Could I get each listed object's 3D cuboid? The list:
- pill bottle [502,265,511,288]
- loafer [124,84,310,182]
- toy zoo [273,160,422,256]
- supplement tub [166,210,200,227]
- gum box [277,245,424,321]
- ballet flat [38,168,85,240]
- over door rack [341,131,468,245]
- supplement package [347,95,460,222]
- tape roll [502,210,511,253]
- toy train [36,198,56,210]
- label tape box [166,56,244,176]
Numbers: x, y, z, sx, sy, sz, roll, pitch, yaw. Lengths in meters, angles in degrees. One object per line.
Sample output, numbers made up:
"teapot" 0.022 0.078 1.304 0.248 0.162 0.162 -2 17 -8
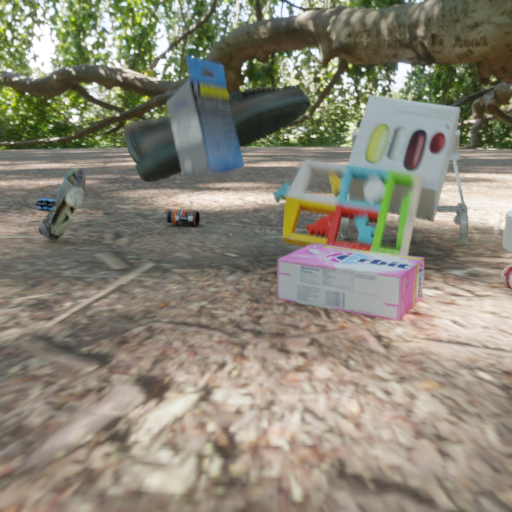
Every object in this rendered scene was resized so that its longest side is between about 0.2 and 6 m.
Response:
"pill bottle" 3.615 0.332 7.643 0.312 0.312 0.547 0 14 0
"loafer" -0.625 -2.244 9.049 3.100 0.975 1.114 -26 -9 -14
"toy zoo" 1.320 -0.738 8.622 2.197 1.442 0.225 10 -22 16
"supplement tub" -1.614 -0.834 12.345 0.685 0.367 0.367 2 14 11
"gum box" 1.172 0.287 7.244 1.728 0.571 0.981 8 17 30
"ballet flat" -3.566 -0.921 10.614 0.537 1.493 0.537 32 9 -5
"over door rack" 3.111 -1.394 11.757 2.420 1.091 3.276 3 43 13
"supplement package" 2.648 -1.770 10.197 1.626 1.700 1.250 13 -18 19
"tape roll" 5.400 -0.395 9.916 1.877 0.657 1.877 0 13 0
"toy train" -5.372 -1.348 14.589 0.736 0.319 0.421 6 9 23
"label tape box" -0.665 -1.733 7.086 0.426 1.346 0.971 -10 6 26
